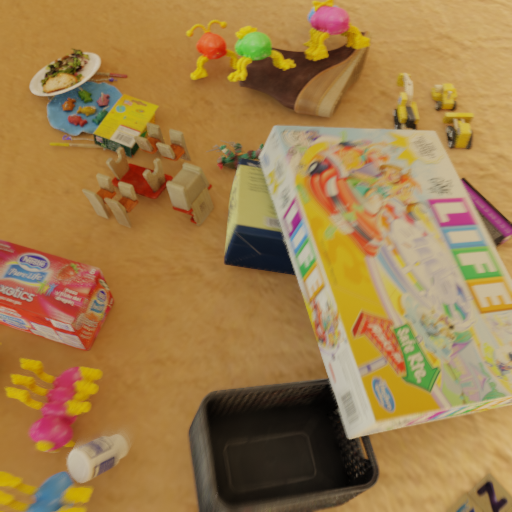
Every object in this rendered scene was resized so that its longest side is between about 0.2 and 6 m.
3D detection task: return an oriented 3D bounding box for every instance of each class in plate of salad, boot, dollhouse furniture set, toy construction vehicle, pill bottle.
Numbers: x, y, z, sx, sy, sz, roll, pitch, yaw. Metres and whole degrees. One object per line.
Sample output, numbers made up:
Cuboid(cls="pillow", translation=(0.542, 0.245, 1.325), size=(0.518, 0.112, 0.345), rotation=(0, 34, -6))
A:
Cuboid(cls="plate of salad", translation=(-4.213, -4.050, 12.235), size=(1.657, 0.398, 1.657), rotation=(-10, 47, 11))
Cuboid(cls="boot", translation=(1.132, -4.285, 12.224), size=(2.224, 0.967, 2.673), rotation=(25, 64, 13))
Cuboid(cls="dollhouse furniture set", translation=(-1.849, -1.321, 10.533), size=(1.973, 1.027, 1.994), rotation=(20, 59, 26))
Cuboid(cls="toy construction vehicle", translation=(3.704, -3.099, 11.675), size=(1.563, 0.632, 1.796), rotation=(4, 58, 3))
Cuboid(cls="pill bottle", translation=(-2.161, 2.759, 7.726), size=(0.451, 0.451, 0.753), rotation=(41, 25, 23))

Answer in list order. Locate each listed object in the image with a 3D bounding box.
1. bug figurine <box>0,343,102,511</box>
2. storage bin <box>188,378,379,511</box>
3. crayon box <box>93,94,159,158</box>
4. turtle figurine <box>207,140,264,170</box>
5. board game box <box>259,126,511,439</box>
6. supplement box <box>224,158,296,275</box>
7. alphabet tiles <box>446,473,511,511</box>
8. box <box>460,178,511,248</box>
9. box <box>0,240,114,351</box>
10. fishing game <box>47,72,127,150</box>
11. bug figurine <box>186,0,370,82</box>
Cuboid(cls="bug figurine", translation=(-3.868, 2.671, 7.794), size=(4.036, 1.038, 3.129), rotation=(10, 52, 11))
Cuboid(cls="storage bin", translation=(0.311, 2.619, 7.523), size=(2.224, 1.043, 1.504), rotation=(-2, 57, -17))
Cuboid(cls="crayon box", translation=(-2.638, -2.686, 11.511), size=(0.847, 0.339, 1.334), rotation=(21, 57, 5))
Cuboid(cls="turtle figurine", translation=(-0.372, -1.994, 11.044), size=(1.122, 0.565, 0.840), rotation=(-3, 19, 11))
Cuboid(cls="board game box", translation=(2.192, 0.069, 8.648), size=(3.213, 0.818, 4.779), rotation=(-4, 60, -23))
Cuboid(cls="supplement box", translation=(0.326, -0.656, 9.710), size=(1.568, 1.053, 1.566), rotation=(9, 57, -9))
Cuboid(cls="alphabet tiles", translation=(3.637, 4.461, 7.206), size=(2.429, 0.092, 2.920), rotation=(-32, 63, -19))
Cuboid(cls="box", translation=(3.488, -0.457, 10.152), size=(1.992, 0.360, 1.424), rotation=(-28, 64, -18))
Cuboid(cls="box", translation=(-3.584, 0.599, 9.053), size=(2.204, 1.099, 1.052), rotation=(15, 59, 9))
Cuboid(cls="fishing game", translation=(-3.643, -3.230, 11.939), size=(1.693, 0.368, 2.364), rotation=(7, 57, 1))
Cuboid(cls="bug figurine", translation=(0.524, -4.712, 11.915), size=(4.014, 1.033, 3.112), rotation=(-19, 28, -10))
